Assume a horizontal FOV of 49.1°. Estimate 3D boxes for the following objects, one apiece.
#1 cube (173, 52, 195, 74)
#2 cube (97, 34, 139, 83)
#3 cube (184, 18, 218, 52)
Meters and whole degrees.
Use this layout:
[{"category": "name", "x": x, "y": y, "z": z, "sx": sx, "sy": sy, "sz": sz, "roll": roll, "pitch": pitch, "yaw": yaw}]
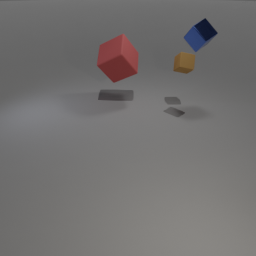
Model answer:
[{"category": "cube", "x": 2.511, "y": -2.900, "z": 12.519, "sx": 0.700, "sy": 0.700, "sz": 0.700, "roll": 8, "pitch": -6, "yaw": -15}, {"category": "cube", "x": -0.454, "y": -3.262, "z": 13.251, "sx": 1.400, "sy": 1.400, "sz": 1.400, "roll": -17, "pitch": 53, "yaw": 28}, {"category": "cube", "x": 2.535, "y": -3.241, "z": 9.806, "sx": 0.700, "sy": 0.700, "sz": 0.700, "roll": -38, "pitch": 87, "yaw": -24}]
